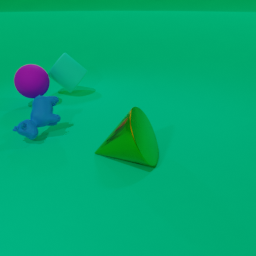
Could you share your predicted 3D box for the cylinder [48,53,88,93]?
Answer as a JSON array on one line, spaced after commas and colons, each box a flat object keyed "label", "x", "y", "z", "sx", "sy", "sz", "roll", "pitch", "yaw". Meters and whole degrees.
[{"label": "cylinder", "x": -2.472, "y": -2.256, "z": 11.507, "sx": 1.179, "sy": 1.179, "sz": 1.179, "roll": 38, "pitch": 20, "yaw": -15}]

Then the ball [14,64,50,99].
[{"label": "ball", "x": -3.464, "y": -1.680, "z": 10.129, "sx": 1.225, "sy": 1.225, "sz": 1.225, "roll": 0, "pitch": 25, "yaw": 0}]

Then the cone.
[{"label": "cone", "x": -0.225, "y": 0.420, "z": 7.019, "sx": 1.500, "sy": 1.494, "sz": 1.494, "roll": -20, "pitch": 18, "yaw": 23}]

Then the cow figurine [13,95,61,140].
[{"label": "cow figurine", "x": -2.581, "y": -0.332, "z": 7.899, "sx": 1.269, "sy": 1.290, "sz": 0.708, "roll": -2, "pitch": -13, "yaw": -29}]
